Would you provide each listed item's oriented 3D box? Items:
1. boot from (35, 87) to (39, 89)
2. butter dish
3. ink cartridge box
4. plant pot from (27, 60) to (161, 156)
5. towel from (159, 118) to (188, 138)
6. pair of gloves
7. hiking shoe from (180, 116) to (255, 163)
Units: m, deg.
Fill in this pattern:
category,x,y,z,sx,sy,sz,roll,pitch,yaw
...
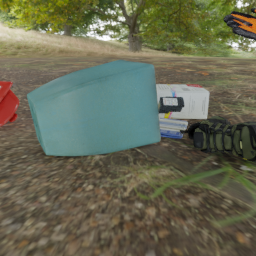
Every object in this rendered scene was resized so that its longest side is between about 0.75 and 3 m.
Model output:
category,x,y,z,sx,sy,sz,roll,pitch,yaw
boot,-4.145,-1.978,14.321,1.084,0.397,0.816,-13,20,-26
butter dish,-4.078,-0.617,8.977,1.565,1.160,1.570,11,64,46
ink cartridge box,1.547,-1.010,10.248,2.381,0.986,1.735,1,17,2
plant pot,-0.934,-0.445,7.116,2.808,1.984,1.985,-17,23,-22
towel,1.228,-0.005,8.467,1.032,0.167,1.405,7,21,16
pair of gloves,3.802,-3.232,7.495,2.052,2.303,0.285,21,-17,13
hiking shoe,2.189,0.331,6.482,1.237,0.930,2.457,-14,12,-14
